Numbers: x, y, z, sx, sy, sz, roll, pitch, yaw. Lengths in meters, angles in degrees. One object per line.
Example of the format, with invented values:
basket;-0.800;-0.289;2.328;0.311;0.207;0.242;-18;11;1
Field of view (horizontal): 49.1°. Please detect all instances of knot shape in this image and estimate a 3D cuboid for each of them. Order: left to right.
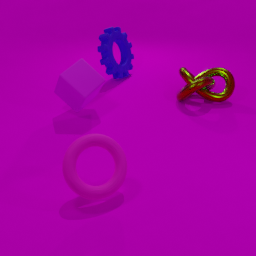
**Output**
knot shape;2.672;-1.508;9.628;1.915;0.946;2.047;3;30;13

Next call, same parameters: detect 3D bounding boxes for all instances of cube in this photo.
cube;-1.470;-1.266;8.479;0.991;0.991;0.991;42;57;-1

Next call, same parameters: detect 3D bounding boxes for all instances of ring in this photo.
ring;-0.651;0.770;5.675;1.330;1.330;0.266;-13;-7;-20

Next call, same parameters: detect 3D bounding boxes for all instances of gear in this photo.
gear;-0.436;-2.942;11.004;0.359;1.941;1.941;-2;27;34
